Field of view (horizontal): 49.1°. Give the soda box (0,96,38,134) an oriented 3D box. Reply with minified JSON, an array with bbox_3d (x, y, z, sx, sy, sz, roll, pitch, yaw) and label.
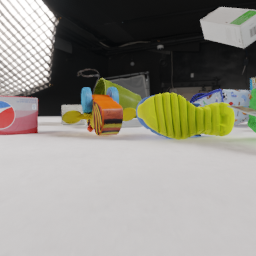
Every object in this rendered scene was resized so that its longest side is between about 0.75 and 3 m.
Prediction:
[{"bbox_3d":[-3.635,-0.311,6.677,2.768,0.969,0.878,-2,4,-35],"label":"soda box"}]

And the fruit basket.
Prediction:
[{"bbox_3d":[3.134,-0.238,4.330,2.217,1.122,2.394,-1,6,-10],"label":"fruit basket"}]

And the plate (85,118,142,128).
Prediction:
[{"bbox_3d":[-0.431,-0.210,10.579,2.150,0.347,2.145,-1,4,-20],"label":"plate"}]

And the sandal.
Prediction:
[{"bbox_3d":[1.157,-0.192,6.082,2.364,0.939,1.029,8,-4,-30],"label":"sandal"}]

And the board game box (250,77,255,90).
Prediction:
[{"bbox_3d":[6.236,-1.205,11.910,0.958,2.199,2.981,-2,3,3],"label":"board game box"}]

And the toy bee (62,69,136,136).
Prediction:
[{"bbox_3d":[-0.676,-0.401,7.361,1.792,1.488,2.737,6,28,1],"label":"toy bee"}]

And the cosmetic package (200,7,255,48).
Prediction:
[{"bbox_3d":[3.036,-2.977,8.216,0.899,0.709,1.671,-36,37,-9],"label":"cosmetic package"}]

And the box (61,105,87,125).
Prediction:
[{"bbox_3d":[-2.368,-0.574,12.549,1.030,0.843,2.170,0,3,-8],"label":"box"}]

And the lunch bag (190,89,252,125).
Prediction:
[{"bbox_3d":[3.561,-0.725,11.059,1.959,1.427,2.304,-1,-11,-26],"label":"lunch bag"}]

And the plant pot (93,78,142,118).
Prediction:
[{"bbox_3d":[-0.557,-1.232,14.692,2.239,2.326,2.326,9,-1,-23],"label":"plant pot"}]
